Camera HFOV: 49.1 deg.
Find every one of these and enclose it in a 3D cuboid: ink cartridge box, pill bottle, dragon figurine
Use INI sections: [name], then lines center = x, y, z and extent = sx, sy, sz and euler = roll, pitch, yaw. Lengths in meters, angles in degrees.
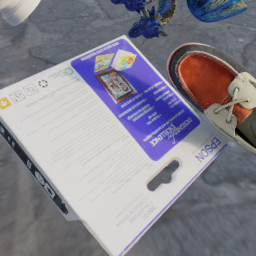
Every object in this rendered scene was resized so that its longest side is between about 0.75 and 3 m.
[ink cartridge box]
center = -0.189, 0.046, 4.115
extent = 2.554, 0.559, 2.578
euler = -35, 77, -32
[pill bottle]
center = -3.566, -3.972, 7.057
extent = 1.500, 2.592, 1.500
euler = -22, 48, 26
[dragon figurine]
center = 1.144, -1.977, 3.719
extent = 2.793, 0.822, 1.388
euler = -11, 53, 4

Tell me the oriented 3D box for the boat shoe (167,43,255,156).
[boat shoe]
center = 1.639, -0.258, 4.091
extent = 2.570, 0.915, 0.804
euler = 38, 23, -16
